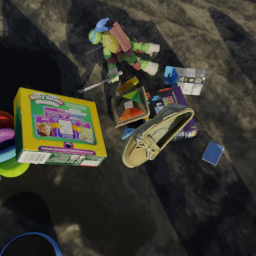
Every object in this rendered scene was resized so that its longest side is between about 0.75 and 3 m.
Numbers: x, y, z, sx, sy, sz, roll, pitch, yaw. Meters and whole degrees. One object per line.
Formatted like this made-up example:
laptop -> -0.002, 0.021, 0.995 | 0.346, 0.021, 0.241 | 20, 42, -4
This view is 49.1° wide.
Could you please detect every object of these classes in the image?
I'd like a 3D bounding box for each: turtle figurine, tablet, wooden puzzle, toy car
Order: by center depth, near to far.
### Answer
toy car -> -3.800, 0.407, 8.588 | 1.924, 1.649, 2.199 | -23, 60, -15
tablet -> 2.814, 0.829, 9.266 | 0.509, 0.053, 0.783 | 27, 60, 16
wooden puzzle -> 0.023, -0.781, 9.787 | 1.469, 0.255, 2.178 | -27, 56, 14
turtle figurine -> -0.342, -2.753, 10.980 | 2.758, 2.845, 2.047 | 13, 33, -15

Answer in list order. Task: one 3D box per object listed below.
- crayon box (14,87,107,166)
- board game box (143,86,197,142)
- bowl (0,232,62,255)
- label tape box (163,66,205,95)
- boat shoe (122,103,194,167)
crayon box -> -2.109, 0.009, 8.681 | 2.563, 0.747, 2.211 | 9, 49, -35
board game box -> 1.310, -0.450, 9.728 | 1.600, 0.549, 1.935 | -13, 58, -2
bowl -> -2.610, 3.598, 7.331 | 1.700, 0.334, 1.700 | 0, 57, 0
label tape box -> 2.035, -1.727, 10.335 | 1.396, 1.006, 0.442 | 6, 59, 4
boat shoe -> 0.804, 0.213, 7.597 | 2.302, 0.840, 0.724 | -40, 27, -12
